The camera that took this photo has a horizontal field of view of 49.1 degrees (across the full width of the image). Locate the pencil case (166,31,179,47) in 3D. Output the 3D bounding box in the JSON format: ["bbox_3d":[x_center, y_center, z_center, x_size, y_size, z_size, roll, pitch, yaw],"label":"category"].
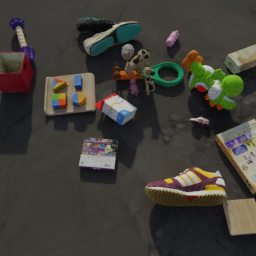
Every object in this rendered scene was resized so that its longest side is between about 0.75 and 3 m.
[{"bbox_3d":[2.120,-4.253,13.303,0.379,0.379,0.868,27,65,14],"label":"pencil case"}]

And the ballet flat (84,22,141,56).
[{"bbox_3d":[-0.757,-4.344,13.041,2.910,0.982,0.907,-29,57,-16],"label":"ballet flat"}]

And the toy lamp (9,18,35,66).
[{"bbox_3d":[-4.842,-3.965,12.913,0.795,0.795,2.733,-19,63,-10],"label":"toy lamp"}]

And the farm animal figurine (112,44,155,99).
[{"bbox_3d":[0.390,-2.455,11.594,2.017,1.052,1.995,23,73,7],"label":"farm animal figurine"}]

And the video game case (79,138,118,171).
[{"bbox_3d":[-1.080,0.962,10.439,1.311,0.235,1.188,4,61,2],"label":"video game case"}]

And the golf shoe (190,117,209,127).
[{"bbox_3d":[2.826,-0.275,11.129,0.779,0.283,0.359,11,57,-4],"label":"golf shoe"}]

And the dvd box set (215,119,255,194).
[{"bbox_3d":[4.652,0.984,10.359,1.791,0.360,2.448,-23,63,-12],"label":"dvd box set"}]

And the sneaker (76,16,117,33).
[{"bbox_3d":[-1.529,-5.119,13.584,1.973,0.744,0.782,0,59,-1],"label":"sneaker"}]

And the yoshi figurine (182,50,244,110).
[{"bbox_3d":[3.604,-2.067,11.434,1.576,1.570,2.804,-28,66,-19],"label":"yoshi figurine"}]

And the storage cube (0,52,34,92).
[{"bbox_3d":[-4.780,-2.314,11.705,1.395,1.254,1.193,1,60,-1],"label":"storage cube"}]

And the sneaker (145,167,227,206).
[{"bbox_3d":[1.927,1.941,9.581,2.674,1.002,1.205,4,47,1],"label":"sneaker"}]

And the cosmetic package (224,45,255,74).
[{"bbox_3d":[5.236,-3.078,12.536,1.541,0.548,0.811,-23,63,-13],"label":"cosmetic package"}]

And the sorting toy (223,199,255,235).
[{"bbox_3d":[3.741,2.951,9.239,1.073,0.376,1.080,-4,60,-2],"label":"sorting toy"}]

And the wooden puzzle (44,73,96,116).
[{"bbox_3d":[-2.419,-1.500,11.651,2.068,0.479,1.915,-4,62,-3],"label":"wooden puzzle"}]

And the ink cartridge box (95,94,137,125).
[{"bbox_3d":[-0.507,-0.840,11.125,1.474,0.496,0.856,36,41,18],"label":"ink cartridge box"}]

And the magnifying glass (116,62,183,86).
[{"bbox_3d":[0.930,-2.336,12.290,2.970,0.333,1.182,-1,61,-3],"label":"magnifying glass"}]
